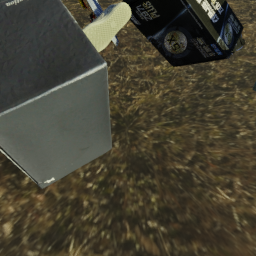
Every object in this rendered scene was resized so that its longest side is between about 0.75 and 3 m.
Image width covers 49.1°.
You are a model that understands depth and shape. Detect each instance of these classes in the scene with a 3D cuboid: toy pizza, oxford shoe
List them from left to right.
[{"bbox_3d":[-0.958,-3.116,7.240,0.371,2.344,2.344,-29,42,10],"label":"toy pizza"},{"bbox_3d":[-0.612,-2.158,6.156,1.636,0.615,0.472,-47,42,-13],"label":"oxford shoe"}]

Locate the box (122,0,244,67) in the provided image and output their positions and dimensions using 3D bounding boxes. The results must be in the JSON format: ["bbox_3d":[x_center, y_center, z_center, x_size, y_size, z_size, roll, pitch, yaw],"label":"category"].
[{"bbox_3d":[1.338,-2.788,7.078,1.988,2.427,1.045,8,64,54],"label":"box"}]

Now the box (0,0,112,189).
[{"bbox_3d":[-1.728,-0.889,4.891,1.732,2.900,2.949,-29,69,-14],"label":"box"}]

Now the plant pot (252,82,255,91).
[{"bbox_3d":[3.490,-1.187,6.302,0.782,1.167,1.167,35,51,21],"label":"plant pot"}]

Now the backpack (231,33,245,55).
[{"bbox_3d":[2.864,-2.543,7.847,0.632,0.782,0.821,20,45,39],"label":"backpack"}]
